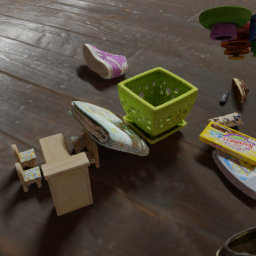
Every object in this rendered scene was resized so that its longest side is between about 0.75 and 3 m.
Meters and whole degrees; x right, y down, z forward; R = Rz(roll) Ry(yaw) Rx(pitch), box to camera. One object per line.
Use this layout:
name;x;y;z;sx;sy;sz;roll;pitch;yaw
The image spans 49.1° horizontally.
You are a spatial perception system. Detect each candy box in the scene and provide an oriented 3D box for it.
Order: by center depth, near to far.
candy box;3.374;0.446;9.112;1.888;0.249;0.965;26;51;27

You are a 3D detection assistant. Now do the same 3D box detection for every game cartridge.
game cartridge;3.603;1.230;8.662;1.321;0.401;1.982;-20;44;-16

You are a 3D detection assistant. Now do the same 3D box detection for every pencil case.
pencil case;3.515;-0.188;10.211;1.271;0.494;0.568;-13;23;-16

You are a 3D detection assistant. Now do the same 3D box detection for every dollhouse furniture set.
dollhouse furniture set;-1.975;0.883;8.045;2.349;1.664;2.557;-16;43;-19

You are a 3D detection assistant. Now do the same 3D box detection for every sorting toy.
sorting toy;2.950;-2.435;7.661;1.537;1.050;2.557;5;5;38

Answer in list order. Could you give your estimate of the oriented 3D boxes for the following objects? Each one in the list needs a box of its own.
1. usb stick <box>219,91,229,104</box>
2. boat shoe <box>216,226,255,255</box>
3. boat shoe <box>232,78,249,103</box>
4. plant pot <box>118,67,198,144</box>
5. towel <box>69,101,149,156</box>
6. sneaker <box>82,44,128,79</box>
usb stick;4.058;-1.288;11.788;0.251;0.148;0.906;19;44;20
boat shoe;3.300;2.694;6.521;2.619;0.861;0.936;-12;42;-14
boat shoe;4.831;-1.605;11.854;0.592;0.593;1.644;3;34;6
plant pot;0.967;-0.708;9.809;2.005;1.819;1.995;-26;47;-27
towel;-0.610;-0.015;9.114;2.049;0.576;2.393;16;20;-49
sneaker;-1.065;-3.316;13.673;1.547;0.984;2.714;-22;54;-31
